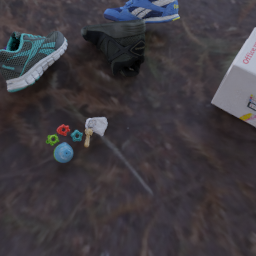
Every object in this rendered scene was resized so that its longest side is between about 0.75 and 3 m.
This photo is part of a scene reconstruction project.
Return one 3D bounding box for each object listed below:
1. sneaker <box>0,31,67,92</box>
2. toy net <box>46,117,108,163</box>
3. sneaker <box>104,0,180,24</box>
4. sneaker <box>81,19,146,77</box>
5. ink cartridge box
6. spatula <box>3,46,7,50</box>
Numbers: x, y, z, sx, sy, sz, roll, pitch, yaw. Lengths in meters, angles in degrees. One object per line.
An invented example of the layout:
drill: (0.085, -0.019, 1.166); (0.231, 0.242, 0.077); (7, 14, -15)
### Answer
sneaker: (-2.635, -2.188, 7.711); (1.032, 1.214, 2.661); (-8, 39, 29)
toy net: (-1.195, 0.134, 6.757); (1.545, 0.298, 0.810); (-39, 104, -26)
sneaker: (0.425, -3.918, 9.107); (2.478, 1.019, 0.916); (-2, 24, 4)
sneaker: (-0.487, -2.317, 8.264); (1.051, 1.575, 2.750); (-23, 29, -34)
ink cartridge box: (3.565, -1.045, 6.946); (2.189, 1.583, 1.611); (31, 61, 13)
spatula: (-3.731, -1.439, 7.801); (0.249, 0.684, 2.420); (22, 70, -24)
